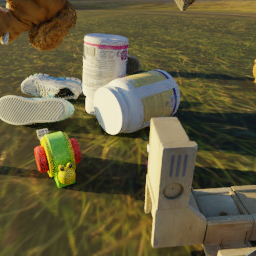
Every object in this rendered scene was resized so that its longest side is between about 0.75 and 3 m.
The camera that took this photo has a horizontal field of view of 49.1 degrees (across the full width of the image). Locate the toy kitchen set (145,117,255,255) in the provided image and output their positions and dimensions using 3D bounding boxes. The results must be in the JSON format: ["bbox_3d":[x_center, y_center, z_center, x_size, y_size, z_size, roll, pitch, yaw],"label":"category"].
[{"bbox_3d":[1.512,1.106,4.134,2.219,2.002,1.810,-2,29,-6],"label":"toy kitchen set"}]

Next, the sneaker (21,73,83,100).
[{"bbox_3d":[-2.832,-1.413,10.237,2.312,0.867,1.002,0,33,1],"label":"sneaker"}]

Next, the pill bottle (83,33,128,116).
[{"bbox_3d":[-0.744,-1.666,8.878,1.355,2.390,1.355,5,25,-2],"label":"pill bottle"}]

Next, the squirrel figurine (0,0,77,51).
[{"bbox_3d":[-3.094,-3.483,8.957,2.440,2.614,1.850,-49,36,1],"label":"squirrel figurine"}]

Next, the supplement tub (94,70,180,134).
[{"bbox_3d":[0.263,-0.761,8.139,2.157,1.569,1.569,-21,34,-34],"label":"supplement tub"}]

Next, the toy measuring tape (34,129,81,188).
[{"bbox_3d":[-1.800,0.358,6.667,1.037,1.037,2.820,-13,30,-23],"label":"toy measuring tape"}]

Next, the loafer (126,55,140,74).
[{"bbox_3d":[-0.637,-3.159,13.391,2.511,0.950,0.857,4,34,9],"label":"loafer"}]

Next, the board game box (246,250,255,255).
[{"bbox_3d":[1.313,2.290,3.101,1.698,0.524,1.699,-10,49,-7],"label":"board game box"}]

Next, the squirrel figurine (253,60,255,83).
[{"bbox_3d":[6.213,-2.382,11.460,1.988,1.507,2.130,4,24,22],"label":"squirrel figurine"}]

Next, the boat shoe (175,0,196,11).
[{"bbox_3d":[1.991,-4.506,8.785,0.981,1.035,2.734,-29,11,11],"label":"boat shoe"}]

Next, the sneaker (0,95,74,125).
[{"bbox_3d":[-2.831,-0.514,8.683,2.478,0.916,1.015,6,2,16],"label":"sneaker"}]

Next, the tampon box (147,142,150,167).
[{"bbox_3d":[0.811,0.782,6.144,0.579,0.688,0.918,-6,28,-12],"label":"tampon box"}]
